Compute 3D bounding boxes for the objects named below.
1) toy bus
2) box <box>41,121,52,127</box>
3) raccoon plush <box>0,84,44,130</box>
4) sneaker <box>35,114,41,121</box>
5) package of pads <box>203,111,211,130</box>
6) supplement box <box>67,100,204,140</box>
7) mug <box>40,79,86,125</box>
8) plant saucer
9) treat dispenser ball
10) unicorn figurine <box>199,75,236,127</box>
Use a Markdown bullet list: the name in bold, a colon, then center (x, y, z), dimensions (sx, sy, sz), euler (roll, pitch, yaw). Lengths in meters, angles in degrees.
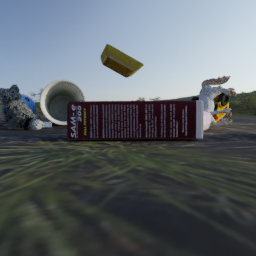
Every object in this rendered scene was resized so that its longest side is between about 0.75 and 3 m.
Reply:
- **toy bus**: center (3.425, -0.706, 11.555), dimensions (1.638, 1.573, 1.112), euler (-35, 36, -25)
- **box**: center (-3.394, -0.143, 10.664), dimensions (0.858, 0.216, 1.189), euler (-1, 5, -21)
- **raccoon plush**: center (-3.493, -0.744, 9.296), dimensions (2.061, 1.381, 0.997), euler (2, 18, 30)
- **sneaker**: center (-4.341, -0.340, 12.780), dimensions (0.615, 0.482, 1.238), euler (-9, -2, -26)
- **package of pads**: center (1.633, -0.226, 7.793), dimensions (0.961, 0.603, 1.594), euler (14, 12, 30)
- **supplement box**: center (0.129, -0.183, 6.095), dimensions (2.660, 0.810, 1.447), euler (-1, 3, -1)
- **mug**: center (-2.720, -0.749, 12.395), dimensions (1.801, 2.396, 2.699), euler (-39, 8, -13)
- **plant saucer**: center (-0.288, -2.156, 9.442), dimensions (1.370, 0.332, 1.370), euler (27, -9, -12)
- **treat dispenser ball**: center (-4.676, -0.792, 12.027), dimensions (1.397, 1.397, 1.397), euler (0, 3, 0)
- **unicorn figurine**: center (2.738, -0.698, 9.653), dimensions (1.670, 2.431, 0.898), euler (6, -33, 27)
